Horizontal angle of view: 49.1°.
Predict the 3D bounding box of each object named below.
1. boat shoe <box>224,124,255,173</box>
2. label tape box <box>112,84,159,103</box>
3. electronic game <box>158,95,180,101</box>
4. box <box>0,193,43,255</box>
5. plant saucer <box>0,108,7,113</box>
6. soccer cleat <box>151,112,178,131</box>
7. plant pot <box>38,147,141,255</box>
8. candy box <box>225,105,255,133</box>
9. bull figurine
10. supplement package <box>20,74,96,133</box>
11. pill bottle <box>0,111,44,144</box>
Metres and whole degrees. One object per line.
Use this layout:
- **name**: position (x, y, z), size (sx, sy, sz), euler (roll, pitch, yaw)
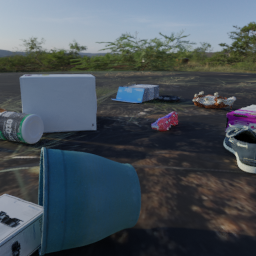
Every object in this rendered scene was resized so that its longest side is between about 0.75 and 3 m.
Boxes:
- **boat shoe**: position (3.351, 0.410, 8.031), size (1.025, 0.847, 2.738), euler (3, 15, 13)
- **label tape box**: position (0.504, -2.276, 18.126), size (1.978, 0.913, 2.761), euler (10, 16, 33)
- **electronic game**: position (2.586, -1.862, 17.712), size (1.424, 0.296, 1.424), euler (1, 14, 0)
- **box**: position (-2.036, 1.638, 3.822), size (1.037, 0.534, 1.778), euler (8, 20, 27)
- **plant saucer**: position (-6.546, -0.348, 11.538), size (2.952, 0.540, 2.952), euler (0, 16, 0)
- **soccer cleat**: position (1.546, -0.292, 11.325), size (0.679, 0.592, 1.776), euler (3, 17, 26)
- **plant pot**: position (-0.627, 1.092, 4.412), size (1.454, 1.547, 1.547), euler (2, 13, -19)
- **candy box**: position (5.106, -0.262, 10.660), size (1.785, 0.798, 2.618), euler (13, 20, 41)
- **bull figurine**: position (4.578, -1.461, 15.039), size (2.254, 0.734, 1.368), euler (1, -14, 26)
- **supplement package**: position (-2.663, -1.016, 10.951), size (2.693, 2.097, 1.493), euler (-3, 15, -14)
- **pill bottle**: position (-3.844, -0.043, 9.485), size (1.749, 0.989, 0.989), euler (6, 16, 23)
